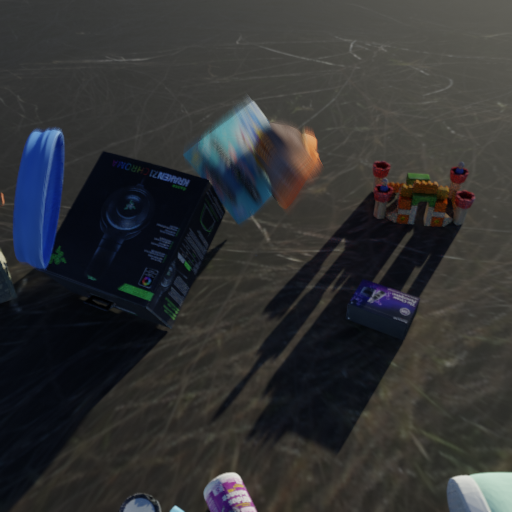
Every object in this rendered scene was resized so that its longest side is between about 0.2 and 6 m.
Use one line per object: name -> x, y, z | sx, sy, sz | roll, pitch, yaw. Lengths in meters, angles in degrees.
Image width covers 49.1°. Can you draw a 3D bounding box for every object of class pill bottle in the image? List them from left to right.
pill bottle -> -0.257, 3.275, 7.040 | 0.528, 0.528, 0.940 | -18, 44, -20

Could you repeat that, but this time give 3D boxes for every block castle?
block castle -> 3.604, -1.476, 12.302 | 2.099, 0.985, 1.403 | 6, 41, 6

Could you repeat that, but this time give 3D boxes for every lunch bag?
lunch bag -> -5.315, 0.271, 10.257 | 1.370, 0.982, 1.671 | -23, 40, -21

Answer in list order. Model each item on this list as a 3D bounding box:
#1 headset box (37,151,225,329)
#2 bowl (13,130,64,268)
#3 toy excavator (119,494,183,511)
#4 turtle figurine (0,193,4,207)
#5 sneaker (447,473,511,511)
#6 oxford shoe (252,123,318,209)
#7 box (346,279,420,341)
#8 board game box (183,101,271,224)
headset box -> -2.188, -0.234, 9.976 | 2.311, 1.231, 2.654 | 18, 72, 19
bowl -> -3.327, -0.879, 8.612 | 0.418, 2.129, 2.129 | 7, 39, -14
toy excavator -> -0.738, 3.588, 6.483 | 2.023, 1.010, 1.967 | 31, 50, 15
turtle figurine -> -6.188, -1.211, 12.463 | 0.947, 0.378, 1.175 | -36, 60, -25
sneaker -> 3.562, 3.681, 5.966 | 1.888, 1.178, 3.201 | -10, 38, -2
oxford shoe -> 0.409, -1.805, 10.639 | 1.187, 1.161, 3.256 | 29, 21, -7
box -> 2.239, 0.934, 9.898 | 1.078, 0.425, 0.761 | 19, 46, 21
board game box -> -0.212, -2.029, 11.836 | 0.549, 1.767, 2.341 | -28, 15, 42
